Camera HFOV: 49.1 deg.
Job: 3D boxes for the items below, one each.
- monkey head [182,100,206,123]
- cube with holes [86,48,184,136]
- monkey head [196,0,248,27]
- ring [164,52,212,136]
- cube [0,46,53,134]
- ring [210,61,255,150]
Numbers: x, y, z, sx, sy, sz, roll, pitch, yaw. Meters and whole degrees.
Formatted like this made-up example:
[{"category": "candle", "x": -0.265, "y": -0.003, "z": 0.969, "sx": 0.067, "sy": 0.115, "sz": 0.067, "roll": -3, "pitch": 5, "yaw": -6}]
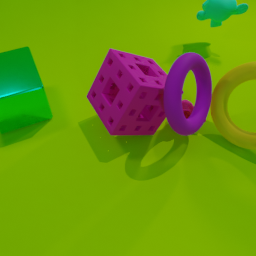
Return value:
[{"category": "monkey head", "x": 1.503, "y": -0.377, "z": 6.873, "sx": 0.775, "sy": 0.649, "sz": 1.078, "roll": -5, "pitch": 17, "yaw": 15}, {"category": "cube with holes", "x": 0.118, "y": -0.782, "z": 6.525, "sx": 1.357, "sy": 1.357, "sz": 1.357, "roll": 1, "pitch": 43, "yaw": -41}, {"category": "monkey head", "x": 2.769, "y": -3.468, "z": 8.497, "sx": 1.494, "sy": 1.075, "sz": 0.901, "roll": -8, "pitch": 42, "yaw": 5}, {"category": "ring", "x": 1.279, "y": -0.685, "z": 5.795, "sx": 0.341, "sy": 1.705, "sz": 1.705, "roll": 9, "pitch": 47, "yaw": 39}, {"category": "cube", "x": -2.770, "y": -0.905, "z": 6.828, "sx": 1.349, "sy": 1.349, "sz": 1.349, "roll": -19, "pitch": 64, "yaw": -15}, {"category": "ring", "x": 2.856, "y": -0.476, "z": 6.312, "sx": 2.002, "sy": 2.002, "sz": 0.400, "roll": 32, "pitch": 28, "yaw": 23}]
